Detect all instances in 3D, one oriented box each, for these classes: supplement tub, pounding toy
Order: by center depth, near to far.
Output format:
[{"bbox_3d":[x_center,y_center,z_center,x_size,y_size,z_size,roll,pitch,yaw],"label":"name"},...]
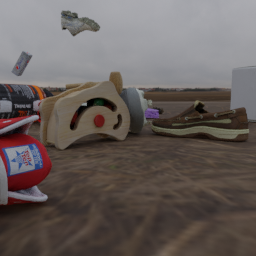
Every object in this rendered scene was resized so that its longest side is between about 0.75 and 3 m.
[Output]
[{"bbox_3d":[-0.820,-0.256,5.523,1.227,1.223,2.138,6,28,45],"label":"pounding toy"},{"bbox_3d":[-3.563,-0.795,9.125,1.288,1.288,2.409,5,8,37],"label":"supplement tub"}]

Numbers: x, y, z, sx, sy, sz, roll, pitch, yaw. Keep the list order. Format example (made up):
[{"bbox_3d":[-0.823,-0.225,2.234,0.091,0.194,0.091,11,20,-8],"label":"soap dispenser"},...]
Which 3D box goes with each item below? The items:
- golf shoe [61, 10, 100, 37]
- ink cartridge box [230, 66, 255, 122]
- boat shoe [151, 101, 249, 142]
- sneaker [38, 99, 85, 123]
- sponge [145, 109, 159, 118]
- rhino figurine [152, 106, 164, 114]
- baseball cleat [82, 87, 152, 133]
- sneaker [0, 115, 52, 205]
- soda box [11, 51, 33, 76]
[{"bbox_3d":[-1.108,-2.334,6.473,1.025,0.498,0.401,27,29,17],"label":"golf shoe"},{"bbox_3d":[5.199,-1.219,9.983,2.609,1.896,1.887,-5,8,-37],"label":"ink cartridge box"},{"bbox_3d":[1.490,-0.201,6.032,2.111,0.781,0.780,4,8,31],"label":"boat shoe"},{"bbox_3d":[-2.191,-0.617,9.238,1.419,0.884,2.648,1,9,-12],"label":"sneaker"},{"bbox_3d":[0.305,-0.666,12.060,1.369,0.366,2.454,-1,7,-12],"label":"sponge"},{"bbox_3d":[1.483,-0.894,14.145,0.495,0.338,1.131,11,2,-11],"label":"rhino figurine"},{"bbox_3d":[-0.458,-0.310,6.962,1.594,1.044,2.994,-7,-2,-10],"label":"baseball cleat"},{"bbox_3d":[-1.106,0.309,1.705,1.188,0.753,2.113,-5,5,-12],"label":"sneaker"},{"bbox_3d":[-4.011,-2.434,10.592,0.301,0.949,0.324,35,16,-2],"label":"soda box"}]
